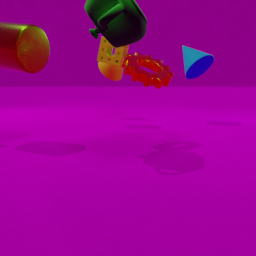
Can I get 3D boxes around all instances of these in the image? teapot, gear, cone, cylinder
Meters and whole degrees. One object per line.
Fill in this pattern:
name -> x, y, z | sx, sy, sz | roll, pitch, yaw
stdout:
teapot -> -0.291, -2.108, 5.364 | 1.013, 1.287, 2.069 | -36, 16, 14
gear -> 0.434, -1.282, 6.173 | 1.128, 0.209, 1.128 | 14, 38, -11
cone -> -0.382, -2.519, 10.492 | 1.079, 1.079, 1.083 | -8, -23, -42
cylinder -> -2.414, -1.746, 6.084 | 1.008, 1.008, 1.008 | 13, 14, 24
cone -> 2.178, -2.477, 9.681 | 1.112, 1.116, 1.112 | -24, -24, -12

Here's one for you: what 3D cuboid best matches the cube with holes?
cube with holes -> -0.453, -2.392, 8.799 | 0.741, 0.741, 0.741 | 15, 16, 7
